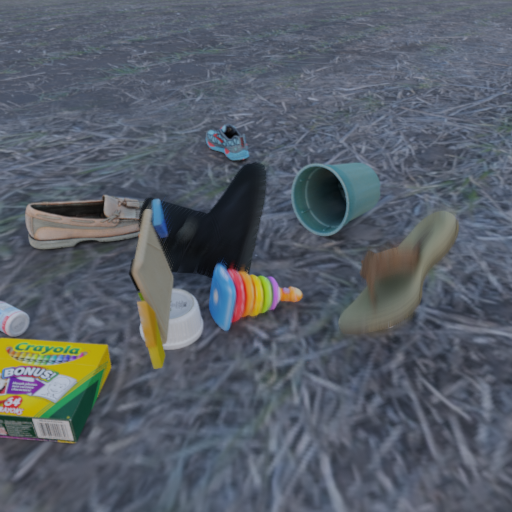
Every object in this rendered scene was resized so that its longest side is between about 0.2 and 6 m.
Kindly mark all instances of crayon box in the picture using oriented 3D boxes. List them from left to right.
[{"bbox_3d":[-3.199,1.892,8.120,1.749,0.510,1.509,3,33,5],"label":"crayon box"}]

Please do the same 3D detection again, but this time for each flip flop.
[{"bbox_3d":[2.180,0.124,8.818,3.048,0.878,1.236,-45,18,-29],"label":"flip flop"}]

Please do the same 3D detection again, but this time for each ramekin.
[{"bbox_3d":[-1.442,1.018,9.443,1.072,0.563,1.072,0,32,0],"label":"ramekin"}]

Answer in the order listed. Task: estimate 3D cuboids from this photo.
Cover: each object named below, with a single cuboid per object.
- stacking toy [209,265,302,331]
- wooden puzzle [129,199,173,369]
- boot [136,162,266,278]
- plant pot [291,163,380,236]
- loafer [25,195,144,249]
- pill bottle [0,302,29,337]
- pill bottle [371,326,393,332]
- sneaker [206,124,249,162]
[{"bbox_3d":[0.071,0.688,9.869,1.673,0.918,0.971,0,28,-22],"label":"stacking toy"},{"bbox_3d":[-1.567,0.320,8.406,0.297,1.716,2.543,-8,30,3],"label":"wooden puzzle"},{"bbox_3d":[-1.020,-0.790,10.334,2.130,2.535,0.968,14,-14,-14],"label":"boot"},{"bbox_3d":[1.864,-1.390,12.445,1.569,1.569,1.537,28,35,36],"label":"plant pot"},{"bbox_3d":[-3.405,-0.858,12.025,2.917,0.917,1.049,-12,35,-18],"label":"loafer"},{"bbox_3d":[-4.293,1.039,9.524,0.812,0.441,0.441,18,37,27],"label":"pill bottle"},{"bbox_3d":[1.951,1.083,9.499,0.693,0.394,0.394,-9,34,-14],"label":"pill bottle"},{"bbox_3d":[-0.800,-3.401,16.012,0.736,0.887,1.857,-23,39,-31],"label":"sneaker"}]
